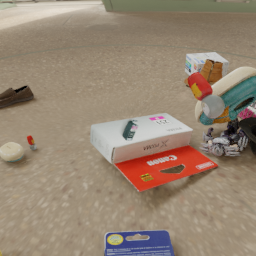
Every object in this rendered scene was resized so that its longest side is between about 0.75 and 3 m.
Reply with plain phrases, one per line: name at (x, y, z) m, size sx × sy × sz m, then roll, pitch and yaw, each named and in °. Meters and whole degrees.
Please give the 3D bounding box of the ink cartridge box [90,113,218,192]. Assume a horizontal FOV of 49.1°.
ink cartridge box at (0.761, 0.490, 7.989) m, size 2.908 × 0.633 × 2.524 m, roll -10°, pitch 31°, yaw -33°

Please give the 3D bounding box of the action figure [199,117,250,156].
action figure at (3.057, 0.285, 8.577) m, size 1.379 × 0.735 × 2.119 m, roll 19°, pitch 33°, yaw 37°

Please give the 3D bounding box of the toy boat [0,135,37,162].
toy boat at (-3.228, 0.660, 8.332) m, size 1.052 × 0.489 × 0.884 m, roll -34°, pitch 40°, yaw -31°

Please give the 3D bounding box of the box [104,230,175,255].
box at (0.255, 2.802, 4.839) m, size 1.351 × 0.361 × 2.231 m, roll -2°, pitch 33°, yaw -3°

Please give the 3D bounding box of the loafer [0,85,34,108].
loafer at (-4.799, -1.345, 11.333) m, size 1.858 × 0.660 × 0.679 m, roll -22°, pitch 38°, yaw -31°

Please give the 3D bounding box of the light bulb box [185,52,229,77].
light bulb box at (3.805, -2.994, 13.719) m, size 1.561 × 0.974 × 1.548 m, roll -6°, pitch 32°, yaw -8°

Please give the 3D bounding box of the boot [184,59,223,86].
boot at (3.369, -2.434, 12.500) m, size 1.678 × 1.298 × 0.618 m, roll 11°, pitch 33°, yaw 18°

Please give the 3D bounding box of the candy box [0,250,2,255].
candy box at (-2.607, 2.915, 4.422) m, size 1.285 × 0.622 × 2.203 m, roll -15°, pitch 33°, yaw -23°

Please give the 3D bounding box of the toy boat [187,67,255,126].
toy boat at (2.774, -0.794, 8.193) m, size 2.846 × 2.392 × 1.323 m, roll 3°, pitch 53°, yaw -47°

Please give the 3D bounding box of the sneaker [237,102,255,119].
sneaker at (4.548, -0.712, 10.264) m, size 0.887 × 0.748 × 2.028 m, roll -6°, pitch 36°, yaw -12°

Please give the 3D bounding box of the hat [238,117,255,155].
hat at (4.073, 0.402, 8.377) m, size 1.948 × 0.786 × 1.948 m, roll 10°, pitch 29°, yaw -6°
